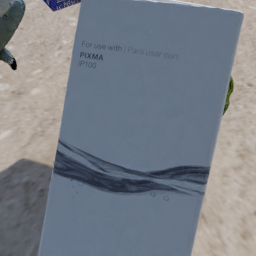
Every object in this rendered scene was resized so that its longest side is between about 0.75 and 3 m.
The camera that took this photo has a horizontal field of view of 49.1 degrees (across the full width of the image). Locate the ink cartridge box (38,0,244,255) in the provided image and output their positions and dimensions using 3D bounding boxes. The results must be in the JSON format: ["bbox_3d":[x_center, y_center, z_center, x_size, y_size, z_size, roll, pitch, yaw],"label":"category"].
[{"bbox_3d":[0.158,0.421,2.733,1.109,2.678,1.962,12,5,13],"label":"ink cartridge box"}]

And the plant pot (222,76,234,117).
[{"bbox_3d":[1.173,-0.739,5.380,1.484,1.484,1.365,-36,43,-27],"label":"plant pot"}]

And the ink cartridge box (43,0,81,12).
[{"bbox_3d":[-1.597,-4.077,6.893,1.890,1.058,2.771,-33,70,-27],"label":"ink cartridge box"}]

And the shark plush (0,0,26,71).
[{"bbox_3d":[-2.458,-1.257,4.951,1.014,2.435,1.106,14,35,-16],"label":"shark plush"}]
